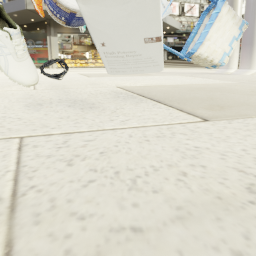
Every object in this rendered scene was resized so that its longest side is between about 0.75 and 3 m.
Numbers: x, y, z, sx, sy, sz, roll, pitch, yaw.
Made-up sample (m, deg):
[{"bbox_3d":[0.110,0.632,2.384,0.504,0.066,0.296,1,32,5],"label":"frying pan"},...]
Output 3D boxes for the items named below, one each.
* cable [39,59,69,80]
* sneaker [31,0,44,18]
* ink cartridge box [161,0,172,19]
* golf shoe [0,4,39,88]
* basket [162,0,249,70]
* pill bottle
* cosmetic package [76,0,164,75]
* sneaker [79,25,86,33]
[{"bbox_3d":[-1.999,-1.608,7.517,0.772,0.630,0.196,13,-21,6],"label":"cable"},{"bbox_3d":[-2.513,-3.513,7.872,0.339,0.879,0.321,-33,60,-13],"label":"sneaker"},{"bbox_3d":[0.832,-4.316,9.829,1.048,1.309,0.309,-29,52,16],"label":"ink cartridge box"},{"bbox_3d":[-2.658,-1.858,6.402,0.957,1.968,0.771,-16,22,47],"label":"golf shoe"},{"bbox_3d":[1.743,-2.455,7.004,1.987,1.752,1.382,32,1,-12],"label":"basket"},{"bbox_3d":[-1.352,-3.438,7.077,1.547,1.547,2.787,-5,10,-17],"label":"pill bottle"},{"bbox_3d":[-0.020,-1.806,4.586,1.185,0.863,2.331,-3,-17,9],"label":"cosmetic package"},{"bbox_3d":[-2.107,-4.769,12.866,0.296,0.764,0.304,31,57,23],"label":"sneaker"}]
